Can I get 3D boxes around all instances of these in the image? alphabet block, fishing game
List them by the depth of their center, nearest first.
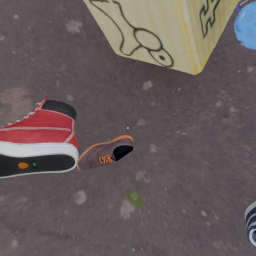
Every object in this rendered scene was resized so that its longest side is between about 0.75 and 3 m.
[{"bbox_3d":[2.811,-2.194,5.995,1.049,0.228,1.465,-42,94,17],"label":"fishing game"},{"bbox_3d":[0.840,-3.473,6.716,2.848,2.916,2.863,24,77,29],"label":"alphabet block"}]

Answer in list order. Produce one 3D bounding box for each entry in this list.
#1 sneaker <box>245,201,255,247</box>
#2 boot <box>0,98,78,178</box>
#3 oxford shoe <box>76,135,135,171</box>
[{"bbox_3d":[3.313,1.717,5.986,0.749,1.159,2.136,34,120,8],"label":"sneaker"},{"bbox_3d":[-2.483,0.062,6.251,2.655,0.962,1.916,0,47,-14],"label":"boot"},{"bbox_3d":[-0.351,0.415,4.351,0.984,0.357,0.350,-27,109,-1],"label":"oxford shoe"}]
